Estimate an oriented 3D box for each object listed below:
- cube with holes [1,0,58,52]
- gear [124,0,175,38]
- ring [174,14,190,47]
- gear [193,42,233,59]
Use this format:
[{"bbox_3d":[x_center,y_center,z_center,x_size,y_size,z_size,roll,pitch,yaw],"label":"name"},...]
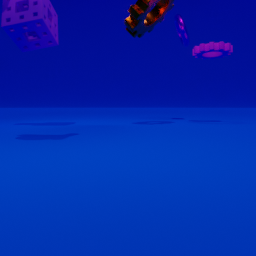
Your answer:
[{"bbox_3d":[-2.857,-3.180,8.306,1.173,1.173,1.173,-9,-21,5],"label":"cube with holes"},{"bbox_3d":[0.768,-3.718,8.665,2.054,0.380,2.054,-42,-7,-7],"label":"gear"},{"bbox_3d":[2.302,-4.159,11.986,0.284,1.420,1.420,-20,1,10],"label":"ring"},{"bbox_3d":[3.170,-2.888,10.531,1.411,0.261,1.411,0,-1,0],"label":"gear"}]
